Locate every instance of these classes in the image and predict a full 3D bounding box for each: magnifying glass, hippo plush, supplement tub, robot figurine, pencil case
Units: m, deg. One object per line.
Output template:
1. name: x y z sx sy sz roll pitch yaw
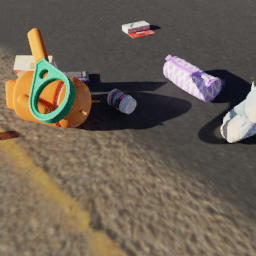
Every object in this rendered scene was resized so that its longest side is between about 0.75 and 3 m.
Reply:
1. magnifying glass: -2.063 -1.399 6.925 1.185 0.333 2.977 -31 58 14
2. hippo plush: 4.107 -0.091 8.103 2.030 2.011 2.525 39 50 3
3. supplement tub: -0.214 -0.899 9.505 0.875 0.614 0.614 32 51 31
4. robot figurine: -2.377 -0.870 8.725 2.801 2.014 1.633 11 74 11
5. pencil case: 2.317 -1.826 10.254 0.973 0.991 2.318 -48 51 -2

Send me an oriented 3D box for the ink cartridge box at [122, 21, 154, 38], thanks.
1. ink cartridge box: 0.549 -5.131 14.532 1.337 0.299 1.178 -20 44 -21

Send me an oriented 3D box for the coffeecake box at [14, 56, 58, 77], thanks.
1. coffeecake box: -3.066 -1.839 9.786 1.210 1.577 0.576 1 69 1

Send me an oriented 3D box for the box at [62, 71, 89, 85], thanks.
1. box: -2.078 -1.946 11.008 1.093 0.197 0.781 -5 42 -4
